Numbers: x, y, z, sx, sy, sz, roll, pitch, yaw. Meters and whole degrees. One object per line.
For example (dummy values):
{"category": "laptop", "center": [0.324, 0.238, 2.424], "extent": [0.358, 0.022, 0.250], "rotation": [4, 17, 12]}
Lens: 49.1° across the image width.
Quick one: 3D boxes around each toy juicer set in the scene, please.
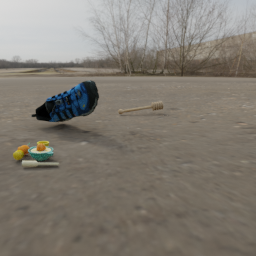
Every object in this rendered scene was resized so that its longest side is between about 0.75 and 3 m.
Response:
{"category": "toy juicer set", "center": [-1.919, 0.493, 5.716], "extent": [0.779, 0.333, 1.225], "rotation": [-3, 14, -26]}

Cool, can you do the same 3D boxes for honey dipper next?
{"category": "honey dipper", "center": [0.501, -0.786, 11.096], "extent": [1.827, 0.347, 0.347], "rotation": [-8, 14, -12]}

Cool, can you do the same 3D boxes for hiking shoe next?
{"category": "hiking shoe", "center": [-1.835, -0.644, 8.320], "extent": [1.089, 0.935, 2.512], "rotation": [-14, -8, -45]}
